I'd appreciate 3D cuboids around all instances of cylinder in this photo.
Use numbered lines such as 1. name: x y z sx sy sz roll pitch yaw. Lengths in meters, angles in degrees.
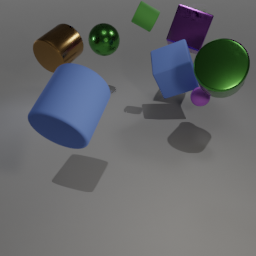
1. cylinder: 0.566 -3.581 9.008 0.700 0.700 0.700 27 29 -8
2. cylinder: -1.277 -0.470 6.292 1.400 1.400 1.400 11 60 19
3. cylinder: 2.622 -1.624 7.900 1.400 1.400 1.400 11 2 18
4. cylinder: -2.669 -3.078 10.820 1.400 1.400 1.400 15 48 24

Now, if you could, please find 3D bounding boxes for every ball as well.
1. ball: 2.603 -1.129 10.082 0.700 0.700 0.700 0 29 0
2. ball: -1.065 -3.928 12.485 1.400 1.400 1.400 0 29 0

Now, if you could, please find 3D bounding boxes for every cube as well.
1. cube: 2.469 -3.928 11.337 1.400 1.400 1.400 21 12 7
2. cube: 1.781 -2.241 10.747 1.400 1.400 1.400 -16 49 18
